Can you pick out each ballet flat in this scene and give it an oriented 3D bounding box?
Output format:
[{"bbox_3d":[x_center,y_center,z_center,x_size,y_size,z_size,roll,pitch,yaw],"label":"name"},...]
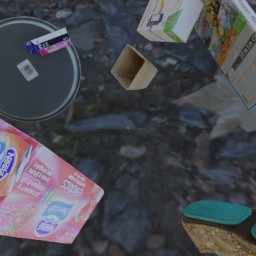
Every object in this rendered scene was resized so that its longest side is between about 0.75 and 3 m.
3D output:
[{"bbox_3d":[1.991,1.669,4.102,1.047,2.969,0.969,-23,92,-26],"label":"ballet flat"}]

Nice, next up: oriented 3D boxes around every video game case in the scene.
[{"bbox_3d":[2.032,-1.654,5.405,0.221,1.774,2.479,-28,77,-3],"label":"video game case"}]

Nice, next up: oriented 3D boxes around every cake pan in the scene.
[{"bbox_3d":[-2.277,-1.280,6.360,2.410,0.442,2.410,-3,103,-13],"label":"cake pan"}]

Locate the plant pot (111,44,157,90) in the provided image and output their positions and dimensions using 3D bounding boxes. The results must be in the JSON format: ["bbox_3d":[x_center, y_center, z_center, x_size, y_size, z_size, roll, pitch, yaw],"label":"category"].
[{"bbox_3d":[0.243,-1.559,7.599,0.798,0.901,0.900,9,34,-48],"label":"plant pot"}]

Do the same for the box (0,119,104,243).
[{"bbox_3d":[-1.626,1.007,4.814,1.382,2.693,1.275,26,74,23],"label":"box"}]

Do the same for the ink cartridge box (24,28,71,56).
[{"bbox_3d":[-1.672,-1.779,5.903,0.907,0.430,0.168,-21,74,-5],"label":"ink cartridge box"}]

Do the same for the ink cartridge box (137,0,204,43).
[{"bbox_3d":[0.816,-2.237,5.697,1.153,0.504,0.837,28,94,54],"label":"ink cartridge box"}]
